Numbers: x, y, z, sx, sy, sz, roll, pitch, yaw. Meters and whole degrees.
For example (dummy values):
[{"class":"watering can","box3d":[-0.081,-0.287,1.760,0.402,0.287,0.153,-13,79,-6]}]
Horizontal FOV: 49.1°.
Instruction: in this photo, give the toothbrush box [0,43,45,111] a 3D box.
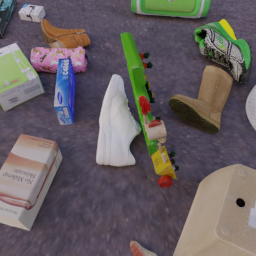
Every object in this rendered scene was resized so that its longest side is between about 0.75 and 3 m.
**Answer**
[{"class":"toothbrush box","box3d":[-3.716,-1.649,8.845,1.367,0.808,1.877,-30,62,-18]}]

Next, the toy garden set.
[{"class":"toy garden set","box3d":[0.585,-0.299,6.351,0.582,2.919,2.433,-15,49,1]}]

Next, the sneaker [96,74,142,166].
[{"class":"sneaker","box3d":[-0.170,-0.208,7.815,1.186,1.008,2.680,9,67,-11]}]

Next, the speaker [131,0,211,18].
[{"class":"speaker","box3d":[1.641,-5.014,10.861,2.945,1.302,1.302,6,56,4]}]

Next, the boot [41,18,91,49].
[{"class":"boot","box3d":[-2.288,-3.398,10.158,1.419,0.676,1.834,-24,71,-14]}]

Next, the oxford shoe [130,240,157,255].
[{"class":"oxford shoe","box3d":[0.420,2.830,6.153,0.343,0.329,0.930,-21,56,-41]}]

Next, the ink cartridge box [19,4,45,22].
[{"class":"ink cartridge box","box3d":[-3.799,-4.562,11.116,0.817,0.342,0.593,11,56,7]}]

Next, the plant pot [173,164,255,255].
[{"class":"plant pot","box3d":[2.427,2.024,5.625,2.271,2.013,2.274,22,58,15]}]

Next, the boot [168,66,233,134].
[{"class":"boot","box3d":[2.176,-1.057,8.265,1.792,0.677,2.047,33,60,-17]}]

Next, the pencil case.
[{"class":"pencil case","box3d":[-2.291,-2.271,9.309,1.848,0.765,0.799,0,53,1]}]

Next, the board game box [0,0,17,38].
[{"class":"board game box","box3d":[-5.448,-4.387,11.005,1.612,0.335,2.383,0,55,0]}]

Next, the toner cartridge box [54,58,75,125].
[{"class":"toner cartridge box","box3d":[-1.877,-1.125,8.438,0.411,0.904,1.903,-4,55,-2]}]

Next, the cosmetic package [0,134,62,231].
[{"class":"cosmetic package","box3d":[-2.505,1.271,6.810,1.050,0.887,2.032,11,56,7]}]

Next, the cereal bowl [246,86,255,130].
[{"class":"cereal bowl","box3d":[4.927,-0.665,7.996,2.725,1.135,2.725,0,56,1]}]

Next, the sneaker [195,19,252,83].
[{"class":"sneaker","box3d":[3.140,-2.485,9.378,1.263,1.157,2.966,-16,48,-2]}]
